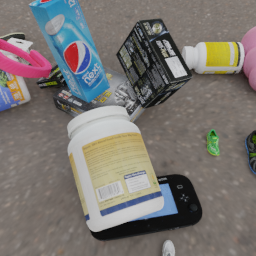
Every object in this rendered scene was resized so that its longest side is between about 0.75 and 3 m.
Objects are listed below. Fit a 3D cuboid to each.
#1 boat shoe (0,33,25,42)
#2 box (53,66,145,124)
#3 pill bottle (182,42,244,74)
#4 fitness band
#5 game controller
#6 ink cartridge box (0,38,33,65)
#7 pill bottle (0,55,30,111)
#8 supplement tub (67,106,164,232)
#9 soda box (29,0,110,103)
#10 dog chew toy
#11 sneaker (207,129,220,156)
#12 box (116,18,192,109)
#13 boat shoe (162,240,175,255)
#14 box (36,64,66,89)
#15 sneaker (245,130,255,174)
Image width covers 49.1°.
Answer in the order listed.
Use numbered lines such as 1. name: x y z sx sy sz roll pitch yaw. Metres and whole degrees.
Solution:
1. boat shoe: -4.592 -3.222 10.537 1.557 0.570 0.488 -27 96 -32
2. box: -0.728 -0.931 8.646 2.454 0.593 1.943 27 57 19
3. pill bottle: 2.824 -2.368 9.494 1.878 1.045 1.045 0 52 -1
4. fitness band: -3.316 -2.117 8.419 1.730 0.451 2.409 5 28 -48
5. game controller: 0.358 1.804 6.568 2.606 0.549 1.359 -7 53 -7
6. ink cartridge box: -4.082 -2.380 9.792 0.982 0.574 1.692 16 54 12
7. pill bottle: -4.398 -1.039 8.175 2.653 1.486 1.486 -24 56 -18
8. supplement tub: -0.311 0.775 5.518 1.520 1.520 2.105 -15 73 -11
9. soda box: -1.417 -2.023 7.255 0.859 2.678 0.908 -40 44 -21
10. dog chew toy: 4.464 -2.189 9.137 1.555 1.555 2.497 9 60 7
11. sneaker: 2.363 0.392 7.789 0.305 0.344 0.824 -1 53 -2
12. box: 0.650 -1.723 7.670 0.809 1.539 1.879 -19 77 -32
13. boat shoe: 0.855 2.779 5.985 0.279 0.266 0.776 11 53 8
14. box: -2.129 -1.844 9.144 1.342 0.330 1.390 4 45 42
15. sneaker: 3.479 0.672 7.410 0.512 0.599 1.445 -1 52 1
